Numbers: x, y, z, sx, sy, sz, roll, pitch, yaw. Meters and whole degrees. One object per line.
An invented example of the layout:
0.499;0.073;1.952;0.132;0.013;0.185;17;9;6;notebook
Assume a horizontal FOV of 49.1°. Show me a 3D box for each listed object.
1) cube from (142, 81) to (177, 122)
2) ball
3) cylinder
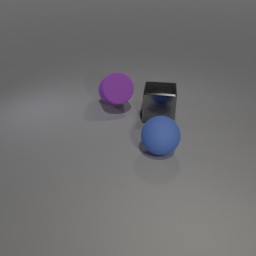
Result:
1.399;-1.135;12.410;1.400;1.400;1.400;4;31;6;cube
1.162;0.265;9.958;1.400;1.400;1.400;0;32;0;ball
-0.583;-1.791;12.903;1.400;1.400;1.400;-8;7;-13;cylinder
